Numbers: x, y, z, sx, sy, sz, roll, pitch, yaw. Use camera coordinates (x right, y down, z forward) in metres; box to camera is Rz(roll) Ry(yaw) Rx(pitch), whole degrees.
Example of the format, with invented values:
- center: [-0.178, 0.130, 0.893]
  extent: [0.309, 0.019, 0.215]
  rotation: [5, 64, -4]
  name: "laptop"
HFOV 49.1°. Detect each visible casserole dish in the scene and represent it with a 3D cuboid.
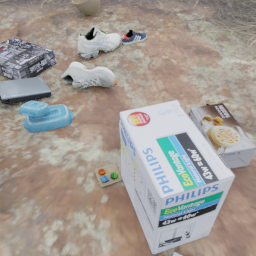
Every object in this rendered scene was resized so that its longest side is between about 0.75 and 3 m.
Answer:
- center: [-2.988, -0.642, 9.001]
  extent: [0.787, 0.252, 1.299]
  rotation: [11, 14, -2]
  name: "casserole dish"
- center: [-2.730, -0.381, 9.603]
  extent: [1.717, 0.333, 1.040]
  rotation: [-12, 44, -14]
  name: "casserole dish"

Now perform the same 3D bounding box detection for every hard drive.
- center: [-3.950, -1.456, 10.595]
  extent: [1.756, 0.289, 1.225]
  rotation: [-13, 43, -28]
  name: "hard drive"

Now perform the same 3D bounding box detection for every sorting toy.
- center: [-0.430, 1.266, 7.960]
  extent: [0.943, 0.126, 0.702]
  rotation: [-16, 45, -17]
  name: "sorting toy"

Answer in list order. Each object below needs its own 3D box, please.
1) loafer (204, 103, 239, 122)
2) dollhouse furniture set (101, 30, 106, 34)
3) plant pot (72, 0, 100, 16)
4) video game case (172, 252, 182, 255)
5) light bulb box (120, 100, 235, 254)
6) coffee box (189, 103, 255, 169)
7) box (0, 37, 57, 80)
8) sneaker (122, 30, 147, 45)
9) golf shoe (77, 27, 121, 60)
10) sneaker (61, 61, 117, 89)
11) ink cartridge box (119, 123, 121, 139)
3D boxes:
- center: [3.195, -0.501, 9.664]
  extent: [1.295, 0.407, 0.465]
  rotation: [20, 46, 20]
  name: "loafer"
- center: [-1.681, -4.192, 13.810]
  extent: [0.709, 0.548, 1.419]
  rotation: [39, 74, 25]
  name: "dollhouse furniture set"
- center: [-2.274, -7.268, 16.330]
  extent: [1.643, 1.103, 1.643]
  rotation: [-13, 51, 17]
  name: "plant pot"
- center: [1.358, 3.695, 5.252]
  extent: [1.888, 0.228, 2.071]
  rotation: [20, 46, 20]
  name: "video game case"
- center: [0.859, 1.091, 6.417]
  extent: [1.510, 2.419, 2.398]
  rotation: [-13, 47, -14]
  name: "light bulb box"
- center: [2.757, 0.226, 8.566]
  extent: [1.179, 0.822, 2.062]
  rotation: [-8, 43, -8]
  name: "coffee box"
- center: [-4.791, -3.013, 12.193]
  extent: [2.629, 0.654, 2.073]
  rotation: [22, 47, 22]
  name: "box"
- center: [0.350, -4.629, 13.969]
  extent: [1.495, 0.632, 0.560]
  rotation: [-28, 49, -28]
  name: "sneaker"
- center: [-1.261, -4.137, 13.022]
  extent: [0.984, 1.222, 2.513]
  rotation: [30, 49, 31]
  name: "golf shoe"
- center: [-1.550, -1.836, 10.910]
  extent: [2.339, 0.885, 1.076]
  rotation: [16, 52, 27]
  name: "sneaker"
- center: [0.860, 0.199, 8.606]
  extent: [1.920, 0.806, 1.390]
  rotation: [-18, 46, -18]
  name: "ink cartridge box"
